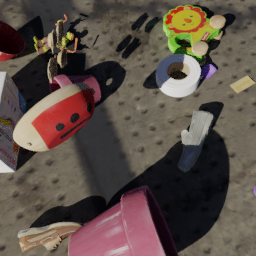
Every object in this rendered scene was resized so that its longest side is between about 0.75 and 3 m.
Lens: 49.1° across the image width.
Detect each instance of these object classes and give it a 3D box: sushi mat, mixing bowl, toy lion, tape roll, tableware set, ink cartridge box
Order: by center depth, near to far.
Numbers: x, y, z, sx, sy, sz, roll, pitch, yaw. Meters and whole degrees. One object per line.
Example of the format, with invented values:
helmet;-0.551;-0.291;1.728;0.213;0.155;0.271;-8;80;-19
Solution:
tableware set;-2.327;-2.562;9.274;0.228;1.640;1.964;7;35;1
ink cartridge box;-5.120;-0.118;9.798;2.160;2.198;2.986;-1;65;-1
tape roll;2.063;-2.176;11.569;1.798;0.629;1.798;-3;64;7
sushi mat;4.837;-1.848;11.839;1.011;0.061;0.484;-29;67;-13
mixing bowl;-5.541;-3.557;11.925;1.909;1.034;1.909;30;40;-29
toy lion;2.739;-4.415;12.717;2.728;0.977;2.846;26;67;20

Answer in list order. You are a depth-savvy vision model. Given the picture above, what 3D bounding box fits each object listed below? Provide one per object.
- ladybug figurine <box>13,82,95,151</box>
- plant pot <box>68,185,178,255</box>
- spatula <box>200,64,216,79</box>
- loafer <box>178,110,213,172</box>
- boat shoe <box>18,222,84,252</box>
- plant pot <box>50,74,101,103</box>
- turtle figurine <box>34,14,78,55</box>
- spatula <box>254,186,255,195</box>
ladybug figurine;-1.707;-0.229;7.080;2.363;1.604;0.850;-40;77;-14
plant pot;-0.127;3.400;7.957;2.572;2.873;2.873;-23;65;6
spatula;2.981;-2.052;11.852;1.843;0.189;0.521;-42;80;-17
loafer;2.355;0.432;10.351;0.886;0.887;2.538;19;63;24
boat shoe;-2.405;3.466;8.906;2.132;0.807;0.765;-12;68;4
plant pot;-1.965;-1.318;10.806;1.534;1.714;1.714;-22;65;-28
turtle figurine;-3.189;-3.982;12.506;1.875;0.749;2.326;-17;66;-1
spatula;5.495;1.838;9.947;2.309;0.237;0.652;-28;68;-13
